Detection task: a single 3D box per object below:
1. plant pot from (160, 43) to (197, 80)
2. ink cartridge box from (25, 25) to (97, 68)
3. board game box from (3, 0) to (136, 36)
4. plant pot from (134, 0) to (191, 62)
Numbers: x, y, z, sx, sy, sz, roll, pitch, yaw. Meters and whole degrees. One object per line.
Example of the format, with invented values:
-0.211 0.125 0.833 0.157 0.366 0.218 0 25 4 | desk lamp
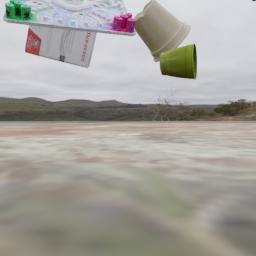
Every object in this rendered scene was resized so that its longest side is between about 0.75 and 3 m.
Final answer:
1.401 -1.819 7.820 0.945 0.982 0.982 0 2 20 | plant pot
-2.622 -3.659 11.331 2.560 1.879 1.061 13 14 -10 | ink cartridge box
-1.304 -3.025 6.572 2.690 0.348 2.690 2 42 -14 | board game box
0.961 -3.298 9.251 1.492 1.630 1.630 41 -14 -20 | plant pot
